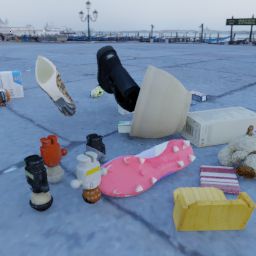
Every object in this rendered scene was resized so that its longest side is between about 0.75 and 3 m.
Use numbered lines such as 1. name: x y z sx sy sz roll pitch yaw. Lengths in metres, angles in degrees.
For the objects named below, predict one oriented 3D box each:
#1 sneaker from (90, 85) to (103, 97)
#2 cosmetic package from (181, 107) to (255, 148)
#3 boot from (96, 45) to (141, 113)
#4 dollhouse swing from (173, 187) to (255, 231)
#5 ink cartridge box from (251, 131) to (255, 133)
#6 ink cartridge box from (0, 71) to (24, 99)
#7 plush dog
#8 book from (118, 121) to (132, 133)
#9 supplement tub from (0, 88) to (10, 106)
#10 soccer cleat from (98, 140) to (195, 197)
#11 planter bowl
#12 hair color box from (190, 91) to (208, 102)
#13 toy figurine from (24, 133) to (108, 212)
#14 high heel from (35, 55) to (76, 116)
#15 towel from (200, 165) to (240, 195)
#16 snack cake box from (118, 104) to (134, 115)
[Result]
1. sneaker: -1.577 -2.005 15.457 0.539 0.532 1.410 14 35 15
2. cosmetic package: 3.271 -0.082 9.906 2.465 0.901 1.276 -5 22 -16
3. boot: -0.333 -1.563 11.368 1.112 2.913 2.447 -25 67 -10
4. dollhouse swing: 1.639 1.424 5.845 1.368 1.244 1.203 -1 42 0
5. ink cartridge box: 4.540 0.491 9.108 0.771 0.431 1.130 2 23 5
6. ink cartridge box: -6.606 -2.267 14.840 1.880 1.359 0.792 -8 23 -19
7. plush dog: 3.456 0.795 7.605 1.569 1.259 1.348 -4 45 -11
8. book: 0.467 -0.084 10.004 1.588 0.382 1.061 -3 10 1
9. supplement tub: -6.422 -1.411 13.325 0.866 0.866 1.414 15 27 34
10. soccer cleat: 0.417 1.025 7.332 2.984 0.995 1.141 -18 -3 -28
11. planter bowl: 1.201 -0.716 9.713 1.693 2.516 2.516 17 23 5
12. hair color box: 3.608 -1.690 14.789 0.533 0.322 1.065 -15 26 -33
13. toy figurine: -1.370 1.004 6.588 1.815 1.283 1.844 -3 19 -1
14. high heel: -2.736 -1.525 10.596 0.835 2.338 1.667 -27 -11 -3
15. towel: 2.375 1.327 7.364 0.926 0.146 1.285 3 20 12
16. snack cake box: 0.301 -1.152 12.703 1.453 0.835 0.488 -10 23 -23
